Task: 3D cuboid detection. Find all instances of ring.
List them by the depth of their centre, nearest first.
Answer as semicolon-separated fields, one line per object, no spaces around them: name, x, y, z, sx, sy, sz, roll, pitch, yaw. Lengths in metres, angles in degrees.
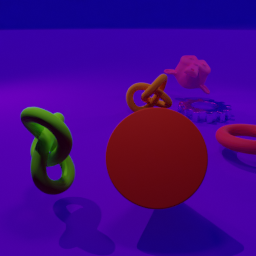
ring;2.747;0.228;6.296;1.497;0.299;1.497;0;17;0

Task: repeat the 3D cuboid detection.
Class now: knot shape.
knot shape;-1.165;0.362;4.222;0.629;1.274;1.362;-12;-7;-16
knot shape;0.804;-1.121;8.977;1.550;1.450;0.716;3;51;-24

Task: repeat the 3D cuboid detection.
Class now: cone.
cone;0.444;0.532;4.467;1.389;1.389;1.394;2;-12;6

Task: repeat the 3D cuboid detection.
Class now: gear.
gear;2.482;-0.592;9.148;1.678;0.310;1.678;0;21;0

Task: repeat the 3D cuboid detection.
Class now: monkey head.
monkey head;2.316;-1.954;10.495;1.977;1.191;1.422;28;39;7
